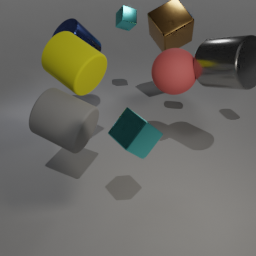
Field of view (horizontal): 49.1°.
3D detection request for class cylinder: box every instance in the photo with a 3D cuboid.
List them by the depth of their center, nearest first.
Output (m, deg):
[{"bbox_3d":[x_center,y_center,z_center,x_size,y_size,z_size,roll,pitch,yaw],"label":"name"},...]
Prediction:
[{"bbox_3d":[-1.731,-0.209,7.736,1.400,1.400,1.400,25,37,9],"label":"cylinder"},{"bbox_3d":[2.816,-1.811,7.833,1.400,1.400,1.400,-22,22,-31],"label":"cylinder"},{"bbox_3d":[-1.582,-1.911,8.337,1.400,1.400,1.400,37,44,16],"label":"cylinder"},{"bbox_3d":[-1.978,-3.187,10.745,1.400,1.400,1.400,34,1,42],"label":"cylinder"}]

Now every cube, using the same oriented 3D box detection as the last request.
[{"bbox_3d":[0.157,0.119,5.902,0.700,0.700,0.700,33,5,-47],"label":"cube"},{"bbox_3d":[1.793,-4.247,11.831,1.400,1.400,1.400,-29,70,-2],"label":"cube"},{"bbox_3d":[-0.084,-4.786,12.255,0.700,0.700,0.700,6,-10,-28],"label":"cube"}]

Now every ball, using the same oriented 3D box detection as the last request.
[{"bbox_3d":[1.418,-1.721,8.565,1.400,1.400,1.400,0,32,0],"label":"ball"}]
